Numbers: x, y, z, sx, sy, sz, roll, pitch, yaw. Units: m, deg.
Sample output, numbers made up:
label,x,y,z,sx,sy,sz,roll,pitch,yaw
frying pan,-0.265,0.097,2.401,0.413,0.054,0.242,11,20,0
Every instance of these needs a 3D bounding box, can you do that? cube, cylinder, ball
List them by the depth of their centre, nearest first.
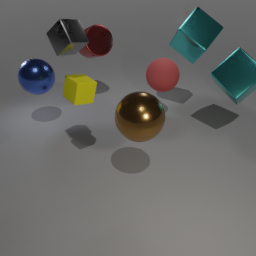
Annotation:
label,x,y,z,sx,sy,sz,roll,pitch,yaw
cube,-1.635,-2.453,7.609,0.700,0.700,0.700,-26,-1,39
ball,0.330,-0.309,7.752,1.400,1.400,1.400,0,30,0
cube,-1.466,-1.171,8.471,0.700,0.700,0.700,-13,38,-42
cube,4.241,-1.940,10.774,1.400,1.400,1.400,52,15,18
ball,-3.574,-2.004,10.975,1.400,1.400,1.400,0,30,0
ball,1.450,-2.209,11.710,1.400,1.400,1.400,0,30,0
cube,2.850,-3.883,11.880,1.400,1.400,1.400,39,77,-1
cylinder,-1.616,-4.075,13.285,1.400,1.400,1.400,-16,16,-25
